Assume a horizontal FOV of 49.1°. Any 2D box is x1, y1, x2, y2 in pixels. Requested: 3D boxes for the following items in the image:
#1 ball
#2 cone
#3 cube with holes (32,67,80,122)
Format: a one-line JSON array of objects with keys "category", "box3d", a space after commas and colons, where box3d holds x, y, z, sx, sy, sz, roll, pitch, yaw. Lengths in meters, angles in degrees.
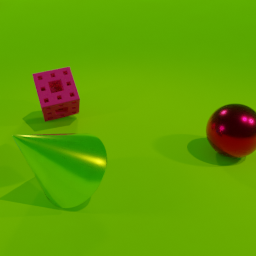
[{"category": "ball", "box3d": [2.565, 0.066, 6.764, 1.322, 1.322, 1.322, 0, 28, 0]}, {"category": "cone", "box3d": [-1.461, 0.471, 5.057, 1.579, 1.585, 1.579, -15, 56, 24]}, {"category": "cube with holes", "box3d": [-2.112, -0.988, 8.335, 1.076, 1.076, 1.076, -15, 74, -16]}]
